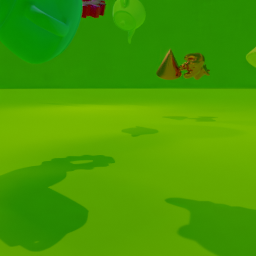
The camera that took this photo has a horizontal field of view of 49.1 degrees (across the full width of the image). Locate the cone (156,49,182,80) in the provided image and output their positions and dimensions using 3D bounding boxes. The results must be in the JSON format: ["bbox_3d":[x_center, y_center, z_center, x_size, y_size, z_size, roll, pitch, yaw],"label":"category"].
[{"bbox_3d":[1.603,-2.554,10.735,1.022,1.026,1.022,-1,40,1],"label":"cone"}]

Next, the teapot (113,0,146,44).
[{"bbox_3d":[-0.007,-3.355,8.511,1.025,0.807,1.649,14,-28,20],"label":"teapot"}]

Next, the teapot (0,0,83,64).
[{"bbox_3d":[-1.234,-1.492,3.434,0.976,1.239,1.993,17,19,-43],"label":"teapot"}]

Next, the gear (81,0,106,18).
[{"bbox_3d":[-0.997,-2.391,5.324,1.132,0.209,1.132,10,35,-7],"label":"gear"}]

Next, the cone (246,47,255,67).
[{"bbox_3d":[3.680,-2.094,6.723,1.213,1.218,1.213,23,0,0],"label":"cone"}]

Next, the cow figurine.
[{"bbox_3d":[2.638,-2.358,10.624,1.355,0.756,1.377,-19,-22,-18],"label":"cow figurine"}]
